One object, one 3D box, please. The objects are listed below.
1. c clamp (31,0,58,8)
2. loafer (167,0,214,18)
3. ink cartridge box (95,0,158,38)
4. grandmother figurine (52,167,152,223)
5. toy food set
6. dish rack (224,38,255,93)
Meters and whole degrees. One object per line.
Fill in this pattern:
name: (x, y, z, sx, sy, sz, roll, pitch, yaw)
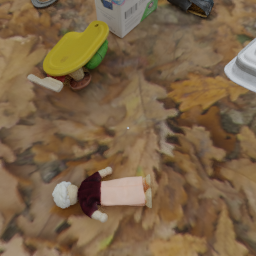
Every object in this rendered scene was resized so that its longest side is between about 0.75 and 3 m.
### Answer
c clamp: (-2.780, -4.698, 9.558, 1.260, 0.200, 1.475, -16, 65, -8)
loafer: (1.959, -4.026, 9.054, 1.563, 0.569, 0.565, 17, 70, 9)
ink cartridge box: (-0.011, -4.255, 8.028, 1.120, 2.560, 1.860, 39, 70, 17)
grandmother figurine: (-0.604, 1.515, 6.366, 2.251, 0.682, 1.365, -2, 34, 3)
toy food set: (-1.435, -1.841, 7.915, 1.619, 0.899, 2.752, 15, 61, 34)
dish rack: (3.006, -1.103, 4.609, 2.126, 0.539, 2.477, 33, 50, 23)
